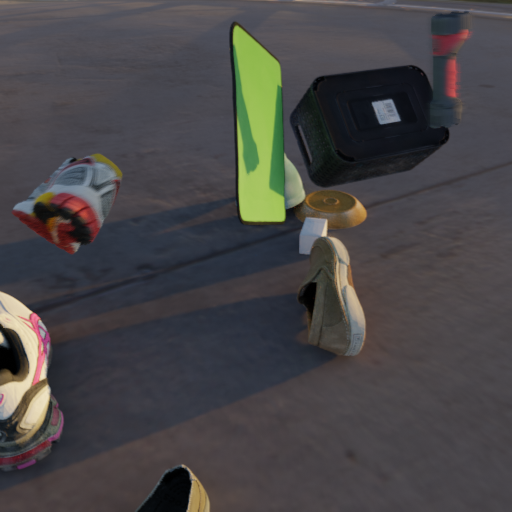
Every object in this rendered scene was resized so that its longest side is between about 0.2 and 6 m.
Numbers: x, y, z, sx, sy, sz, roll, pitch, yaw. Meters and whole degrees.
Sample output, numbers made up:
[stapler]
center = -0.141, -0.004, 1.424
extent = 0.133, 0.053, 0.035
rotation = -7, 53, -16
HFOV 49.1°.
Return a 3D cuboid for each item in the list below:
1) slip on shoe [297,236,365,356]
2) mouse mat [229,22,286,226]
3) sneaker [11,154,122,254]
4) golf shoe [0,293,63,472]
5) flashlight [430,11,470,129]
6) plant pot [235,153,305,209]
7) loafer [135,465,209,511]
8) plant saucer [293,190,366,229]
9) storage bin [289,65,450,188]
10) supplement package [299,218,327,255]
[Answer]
[slip on shoe]
center = 1.084, 0.557, 9.278
extent = 0.818, 1.027, 2.700
rotation = 4, 38, -8
[mouse mat]
center = 0.077, -1.742, 8.021
extent = 0.098, 2.613, 2.103
rotation = 0, 3, 20
[sneaker]
center = -2.486, -0.704, 7.621
extent = 2.596, 1.010, 1.066
rotation = -3, 52, 55
[golf shoe]
center = -3.453, 1.231, 7.656
extent = 1.196, 1.517, 3.295
rotation = -20, 35, -23
[flashlight]
center = 2.906, -2.777, 8.403
extent = 0.546, 1.613, 0.548
rotation = 6, 34, 29
[plant pot]
center = 0.247, -1.757, 12.662
extent = 1.597, 1.070, 1.597
rotation = -8, 25, 4
[loafer]
center = -1.216, 2.980, 5.480
extent = 0.859, 0.796, 2.286
rotation = 11, 33, 17
[plant saucer]
center = 1.667, -1.115, 12.613
extent = 1.641, 0.291, 1.641
rotation = 0, 31, 0
[storage bin]
center = 1.936, -2.234, 9.650
extent = 2.303, 1.080, 1.557
rotation = -14, 78, -20
[supplement package]
center = 1.152, -0.397, 11.299
extent = 0.447, 0.446, 0.762
rotation = 7, 32, 12
